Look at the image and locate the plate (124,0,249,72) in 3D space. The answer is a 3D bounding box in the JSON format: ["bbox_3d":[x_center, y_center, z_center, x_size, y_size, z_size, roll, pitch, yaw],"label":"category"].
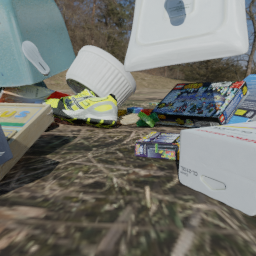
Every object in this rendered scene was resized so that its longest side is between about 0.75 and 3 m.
[{"bbox_3d":[1.045,-2.252,5.449,2.308,2.313,0.374,-4,-28,25],"label":"plate"}]

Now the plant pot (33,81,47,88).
[{"bbox_3d":[-4.573,-1.530,11.594,2.809,1.882,2.809,-1,8,0],"label":"plant pot"}]

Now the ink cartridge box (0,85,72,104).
[{"bbox_3d":[-3.038,-0.746,9.116,2.281,0.572,1.850,16,-24,-29],"label":"ink cartridge box"}]

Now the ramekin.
[{"bbox_3d":[-0.959,-1.453,9.164,2.249,1.180,2.249,33,-14,10],"label":"ramekin"}]

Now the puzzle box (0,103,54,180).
[{"bbox_3d":[-2.978,0.090,4.735,2.910,0.370,1.936,2,28,10],"label":"puzzle box"}]

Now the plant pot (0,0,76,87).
[{"bbox_3d":[-3.652,-3.015,8.450,2.933,2.987,2.925,0,23,18],"label":"plant pot"}]

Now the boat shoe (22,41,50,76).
[{"bbox_3d":[-2.115,-1.558,6.397,0.323,0.898,0.278,-34,3,-21],"label":"boat shoe"}]

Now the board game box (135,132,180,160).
[{"bbox_3d":[0.714,0.323,5.412,0.875,0.300,1.058,2,10,22],"label":"board game box"}]

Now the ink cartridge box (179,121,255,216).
[{"bbox_3d":[1.757,0.383,3.661,1.793,0.742,1.307,-6,11,-30],"label":"ink cartridge box"}]

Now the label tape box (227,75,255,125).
[{"bbox_3d":[3.531,-0.545,8.146,2.546,0.842,1.824,-40,21,-11],"label":"label tape box"}]

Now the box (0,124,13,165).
[{"bbox_3d":[-2.615,0.333,3.084,2.136,0.545,1.684,10,32,35],"label":"box"}]

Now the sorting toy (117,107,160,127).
[{"bbox_3d":[0.424,-0.435,9.501,2.198,0.438,2.974,-5,10,-29],"label":"sorting toy"}]

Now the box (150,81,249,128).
[{"bbox_3d":[2.079,-0.738,8.422,2.451,0.489,1.678,7,45,48],"label":"box"}]

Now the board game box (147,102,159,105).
[{"bbox_3d":[1.605,-1.433,16.522,0.517,0.116,0.987,-2,9,-25],"label":"board game box"}]

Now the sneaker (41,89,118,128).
[{"bbox_3d":[-1.420,-0.636,8.380,2.518,0.962,0.949,9,-11,17],"label":"sneaker"}]
